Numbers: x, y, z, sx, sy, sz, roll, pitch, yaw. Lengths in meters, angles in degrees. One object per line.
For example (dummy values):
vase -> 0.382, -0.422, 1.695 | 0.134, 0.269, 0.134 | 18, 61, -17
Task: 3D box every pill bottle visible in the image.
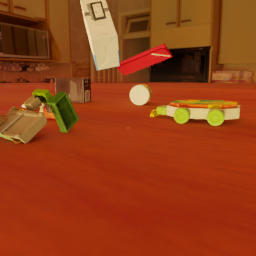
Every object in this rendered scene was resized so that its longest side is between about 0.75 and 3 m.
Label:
pill bottle -> 0.696, -1.714, 14.100 | 0.982, 0.982, 1.742 | 2, 10, 10

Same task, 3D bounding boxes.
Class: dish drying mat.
dish drying mat -> 0.539, -2.361, 9.872 | 1.933, 0.176, 0.742 | -18, -26, 25

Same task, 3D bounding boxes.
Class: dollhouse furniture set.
dollhouse furniture set -> -2.330, -0.083, 7.026 | 1.200, 0.919, 1.832 | 9, 43, 29

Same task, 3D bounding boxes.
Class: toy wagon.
toy wagon -> 2.180, -0.600, 9.427 | 2.944, 0.582, 2.284 | 5, 12, 22

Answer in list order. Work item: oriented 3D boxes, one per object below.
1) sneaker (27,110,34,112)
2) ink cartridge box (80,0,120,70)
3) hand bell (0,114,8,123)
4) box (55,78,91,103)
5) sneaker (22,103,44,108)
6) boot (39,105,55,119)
sneaker -> -2.601, -0.067, 7.241 | 0.442, 0.436, 1.129 | -7, 29, 1
ink cartridge box -> -0.833, -2.879, 7.999 | 0.717, 2.115, 1.227 | -13, -28, -5
hand bell -> -3.543, -0.130, 6.311 | 1.555, 0.810, 0.810 | -8, 13, -27
box -> -2.887, -2.029, 14.941 | 1.543, 1.267, 1.280 | 2, 11, 10
sneaker -> -4.207, -1.131, 12.432 | 0.401, 0.472, 1.066 | 12, 17, 43
boot -> -2.572, -0.699, 9.840 | 0.986, 0.690, 1.840 | -7, 13, -7
